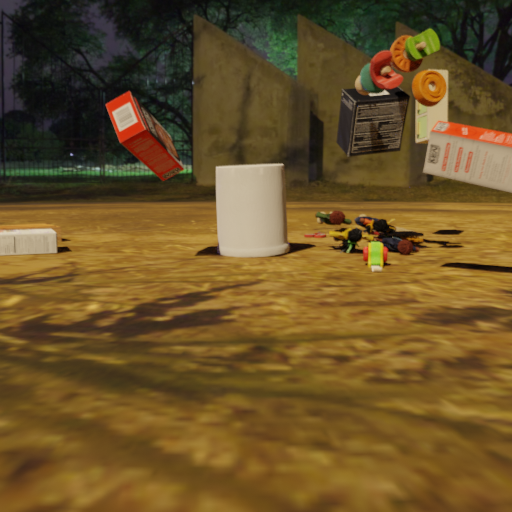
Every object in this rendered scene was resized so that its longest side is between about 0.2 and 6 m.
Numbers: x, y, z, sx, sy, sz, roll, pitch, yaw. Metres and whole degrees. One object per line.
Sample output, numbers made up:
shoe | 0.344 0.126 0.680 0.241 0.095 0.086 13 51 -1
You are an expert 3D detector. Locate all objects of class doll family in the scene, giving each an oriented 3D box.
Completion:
doll family | 2.203 -0.451 11.106 2.152 0.844 1.244 2 2 -7

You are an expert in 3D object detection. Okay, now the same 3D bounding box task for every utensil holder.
utensil holder | -0.095 -0.909 10.870 1.430 1.682 1.430 -3 11 1

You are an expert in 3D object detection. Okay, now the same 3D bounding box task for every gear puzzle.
gear puzzle | 3.489 -0.469 13.661 1.038 0.262 2.003 0 10 -13

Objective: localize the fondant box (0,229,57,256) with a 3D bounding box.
fondant box | -4.776 -0.273 11.101 1.496 0.436 1.079 -2 7 -24

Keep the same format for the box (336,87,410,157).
box | 2.232 -2.625 10.863 1.144 1.135 0.705 -8 37 -12

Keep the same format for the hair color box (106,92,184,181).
hair color box | -1.831 -1.964 9.422 0.487 0.807 1.590 -27 -19 7

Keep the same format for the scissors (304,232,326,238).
scissors | 1.719 -0.564 14.961 0.550 0.105 1.503 0 5 23

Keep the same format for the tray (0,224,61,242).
tray | -5.847 -0.495 13.038 2.257 0.418 1.113 -6 9 -36

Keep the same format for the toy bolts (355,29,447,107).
toy bolts | 2.404 -3.017 9.576 1.371 1.309 0.951 -23 6 -16

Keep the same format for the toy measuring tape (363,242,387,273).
toy measuring tape | 1.930 -0.002 9.036 0.434 0.434 1.181 1 7 9

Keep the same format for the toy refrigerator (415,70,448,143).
toy refrigerator | 4.059 -3.455 13.039 0.553 1.581 0.600 -2 4 -13

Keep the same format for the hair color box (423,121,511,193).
hair color box | 2.934 -1.300 7.366 1.306 0.663 0.400 18 43 23
